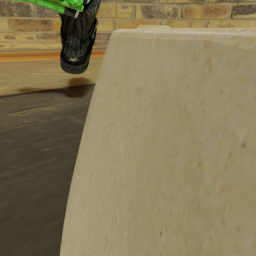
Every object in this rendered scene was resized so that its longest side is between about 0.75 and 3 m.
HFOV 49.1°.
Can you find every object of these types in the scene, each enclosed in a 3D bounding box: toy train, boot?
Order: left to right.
[{"bbox_3d":[-2.344,-3.156,6.108,2.994,0.844,0.625,13,56,-19],"label":"toy train"},{"bbox_3d":[-1.473,-3.480,8.590,1.183,2.350,3.144,2,57,-10],"label":"boot"}]

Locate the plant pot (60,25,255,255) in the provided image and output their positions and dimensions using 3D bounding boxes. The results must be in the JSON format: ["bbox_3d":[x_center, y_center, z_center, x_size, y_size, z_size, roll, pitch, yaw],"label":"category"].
[{"bbox_3d":[1.007,0.749,1.482,2.778,2.460,2.775,-6,20,-16],"label":"plant pot"}]
